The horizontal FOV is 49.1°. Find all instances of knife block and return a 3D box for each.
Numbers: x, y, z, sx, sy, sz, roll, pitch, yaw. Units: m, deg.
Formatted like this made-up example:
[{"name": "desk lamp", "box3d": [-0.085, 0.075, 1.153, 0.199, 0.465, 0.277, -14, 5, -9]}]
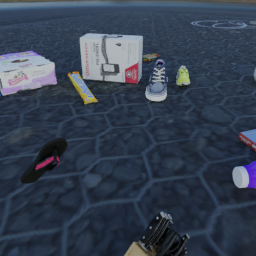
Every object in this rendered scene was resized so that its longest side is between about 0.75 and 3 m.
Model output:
[{"name": "knife block", "box3d": [0.184, 1.966, 3.946, 1.538, 1.351, 0.492, -20, 34, -32]}]

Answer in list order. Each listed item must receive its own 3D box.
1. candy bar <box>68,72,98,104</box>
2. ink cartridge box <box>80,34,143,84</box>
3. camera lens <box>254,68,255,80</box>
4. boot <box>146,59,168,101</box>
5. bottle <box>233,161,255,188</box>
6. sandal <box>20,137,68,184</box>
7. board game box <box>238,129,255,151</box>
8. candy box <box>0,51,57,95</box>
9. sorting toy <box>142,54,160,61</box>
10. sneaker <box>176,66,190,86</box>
[{"name": "candy bar", "box3d": [-1.833, -1.605, 11.118, 0.527, 0.234, 2.115, -17, 50, -23]}, {"name": "ink cartridge box", "box3d": [-0.731, -3.119, 12.521, 2.628, 1.908, 1.096, 6, 30, 10]}, {"name": "camera lens", "box3d": [6.161, -2.298, 11.956, 1.028, 1.028, 1.286, -14, 32, -23]}, {"name": "boot", "box3d": [1.180, -1.982, 11.345, 0.861, 1.069, 2.367, 3, 29, 5]}, {"name": "bottle", "box3d": [3.413, 1.033, 6.346, 1.987, 0.649, 0.830, -3, 29, -6]}, {"name": "sandal", "box3d": [-1.629, 0.730, 5.580, 0.527, 1.404, 0.316, 16, 33, -50]}, {"name": "board game box", "box3d": [4.778, 0.317, 8.034, 2.753, 0.268, 1.417, -10, 29, -17]}, {"name": "candy box", "box3d": [-4.821, -2.548, 12.438, 2.342, 0.999, 2.793, -19, 33, -30]}, {"name": "sorting toy", "box3d": [1.207, -3.963, 15.800, 1.294, 0.219, 0.624, -23, 36, -34]}, {"name": "sneaker", "box3d": [2.418, -2.297, 12.411, 0.588, 0.596, 1.561, 1, 29, -1]}]
